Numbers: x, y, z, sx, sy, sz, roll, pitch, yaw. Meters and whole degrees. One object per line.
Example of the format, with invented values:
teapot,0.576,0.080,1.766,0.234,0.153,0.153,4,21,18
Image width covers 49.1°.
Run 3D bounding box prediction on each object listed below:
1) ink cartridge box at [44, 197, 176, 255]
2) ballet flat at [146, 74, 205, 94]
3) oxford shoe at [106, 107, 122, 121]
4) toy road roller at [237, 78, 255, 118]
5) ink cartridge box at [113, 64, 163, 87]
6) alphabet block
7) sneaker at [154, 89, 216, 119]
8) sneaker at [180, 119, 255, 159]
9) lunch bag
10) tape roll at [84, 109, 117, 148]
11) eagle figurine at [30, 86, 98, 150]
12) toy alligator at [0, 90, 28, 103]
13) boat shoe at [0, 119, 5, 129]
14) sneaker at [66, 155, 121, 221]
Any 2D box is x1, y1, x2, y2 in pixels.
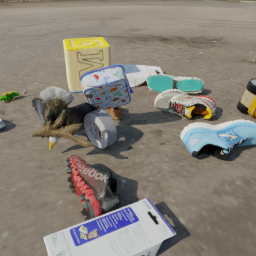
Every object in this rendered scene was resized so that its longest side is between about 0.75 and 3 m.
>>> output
ink cartridge box,-0.381,2.518,6.160,2.636,0.517,1.311,-15,33,-21
ballet flat,2.327,-2.075,13.940,2.848,1.022,1.022,7,31,7
oxford shoe,-0.674,-0.961,11.989,0.580,0.580,1.626,-17,38,-24
toy road roller,5.927,-1.147,11.686,2.354,1.447,1.719,-18,49,-28
ink cartridge box,0.539,-2.899,15.550,2.773,0.695,2.249,5,29,-7
alphabet block,-2.116,-3.319,14.507,2.188,2.228,2.176,-8,32,-14
sneaker,2.347,-0.950,11.660,2.583,1.005,1.061,7,32,12
sneaker,3.242,0.546,9.369,2.847,1.116,1.280,-5,51,-5
lunch bag,-0.677,-1.331,9.761,1.647,2.055,0.776,-18,70,0
tape roll,-0.966,0.032,9.643,0.434,1.314,1.314,-26,39,-35
eagle figurine,-2.206,-0.285,9.191,2.120,2.131,2.809,-36,17,9
toy alligator,-5.507,-1.563,13.287,0.387,0.423,1.425,25,39,37
boat shoe,-5.775,-0.367,10.945,2.164,0.694,0.797,15,33,24
sneaker,-0.957,1.482,7.615,1.159,0.839,2.373,-15,35,-23
